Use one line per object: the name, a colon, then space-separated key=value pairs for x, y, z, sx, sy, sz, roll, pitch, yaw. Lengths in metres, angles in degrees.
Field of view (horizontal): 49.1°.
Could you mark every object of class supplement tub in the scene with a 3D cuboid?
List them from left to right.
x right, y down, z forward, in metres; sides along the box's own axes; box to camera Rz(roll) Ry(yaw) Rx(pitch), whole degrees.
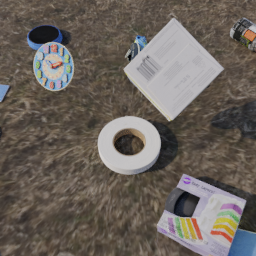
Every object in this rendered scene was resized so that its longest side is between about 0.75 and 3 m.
supplement tub: x=5.238 y=-3.926 z=11.947 sx=0.943 sy=0.943 sz=1.539 roll=-31 pitch=61 yaw=-20

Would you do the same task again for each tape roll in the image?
tape roll: x=0.042 y=0.520 z=9.136 sx=2.068 sy=0.378 sz=2.068 roll=0 pitch=54 yaw=0

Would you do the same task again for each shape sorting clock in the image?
shape sorting clock: x=-1.775 y=-1.448 z=6.636 sx=1.132 sy=1.132 sz=0.222 roll=24 pitch=14 yaw=16

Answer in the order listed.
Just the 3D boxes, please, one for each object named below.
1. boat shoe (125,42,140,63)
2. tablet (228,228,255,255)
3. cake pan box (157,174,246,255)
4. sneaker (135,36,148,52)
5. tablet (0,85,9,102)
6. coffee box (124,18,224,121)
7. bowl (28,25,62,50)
boat shoe: x=0.188 y=-2.887 z=11.449 sx=0.504 sy=0.611 sz=1.631 roll=3 pitch=63 yaw=-11
tablet: x=2.798 y=3.583 z=7.085 sx=1.358 sy=0.143 sz=2.088 roll=12 pitch=54 yaw=9
cake pan box: x=1.977 y=2.386 z=7.661 sx=1.955 sy=0.511 sz=1.800 roll=23 pitch=56 yaw=23
sneaker: x=0.641 y=-3.390 z=11.730 sx=0.487 sy=0.676 sz=1.286 roll=-27 pitch=59 yaw=-18
tablet: x=-4.913 y=-1.329 z=10.648 sx=0.546 sy=0.057 sz=0.839 roll=6 pitch=54 yaw=5
coffee box: x=1.112 y=-1.337 z=7.141 sx=1.665 sy=1.649 sz=1.668 roll=-44 pitch=85 yaw=4
bowl: x=-3.698 y=-4.040 z=12.427 sx=1.513 sy=0.297 sz=1.513 roll=0 pitch=55 yaw=0
